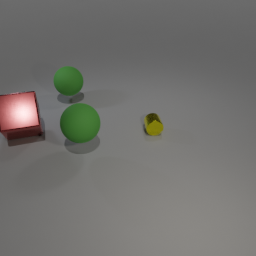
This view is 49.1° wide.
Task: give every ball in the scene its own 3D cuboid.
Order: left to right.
[{"bbox_3d":[-2.835,-2.236,13.366,1.400,1.400,1.400,0,32,0],"label":"ball"},{"bbox_3d":[-1.664,-0.168,9.788,1.400,1.400,1.400,0,32,0],"label":"ball"}]

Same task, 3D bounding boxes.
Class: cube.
[{"bbox_3d":[-4.111,-0.445,10.720,1.400,1.400,1.400,-10,78,-15],"label":"cube"}]

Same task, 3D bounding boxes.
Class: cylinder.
[{"bbox_3d":[1.041,-0.151,11.424,0.700,0.700,0.700,-3,32,-5],"label":"cylinder"}]
